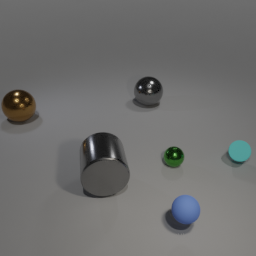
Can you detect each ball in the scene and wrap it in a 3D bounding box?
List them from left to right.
[{"bbox_3d":[-4.678,-0.952,12.027,1.400,1.400,1.400,0,31,0],"label":"ball"},{"bbox_3d":[0.979,-1.758,13.389,1.400,1.400,1.400,0,31,0],"label":"ball"},{"bbox_3d":[1.557,0.969,9.482,0.700,0.700,0.700,0,31,0],"label":"ball"},{"bbox_3d":[1.428,2.010,6.922,0.700,0.700,0.700,0,31,0],"label":"ball"}]

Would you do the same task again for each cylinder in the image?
[{"bbox_3d":[-0.733,1.060,8.406,1.400,1.400,1.400,-5,31,-8],"label":"cylinder"},{"bbox_3d":[3.788,0.785,9.480,0.700,0.700,0.700,15,0,24],"label":"cylinder"}]
